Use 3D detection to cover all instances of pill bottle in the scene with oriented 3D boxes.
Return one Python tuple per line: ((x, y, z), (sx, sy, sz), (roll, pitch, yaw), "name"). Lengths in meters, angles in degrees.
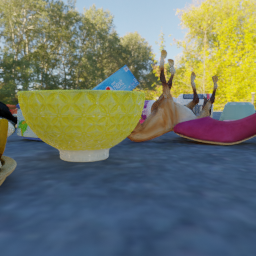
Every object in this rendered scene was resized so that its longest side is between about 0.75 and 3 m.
((3.365, -1.151, 15.281), (2.403, 1.437, 1.437), (2, 5, 14), "pill bottle")
((0.425, -0.726, 12.545), (1.815, 1.019, 1.019), (2, 5, 30), "pill bottle")

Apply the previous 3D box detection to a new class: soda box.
((-0.631, -1.104, 8.972), (0.865, 0.818, 2.549), (-29, 13, 37), "soda box")

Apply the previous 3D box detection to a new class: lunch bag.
((-1.266, -0.229, 6.688), (1.852, 0.950, 2.304), (5, 7, 25), "lunch bag")

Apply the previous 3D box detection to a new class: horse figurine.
((1.210, -0.472, 6.372), (2.896, 1.919, 0.723), (12, -3, -42), "horse figurine")

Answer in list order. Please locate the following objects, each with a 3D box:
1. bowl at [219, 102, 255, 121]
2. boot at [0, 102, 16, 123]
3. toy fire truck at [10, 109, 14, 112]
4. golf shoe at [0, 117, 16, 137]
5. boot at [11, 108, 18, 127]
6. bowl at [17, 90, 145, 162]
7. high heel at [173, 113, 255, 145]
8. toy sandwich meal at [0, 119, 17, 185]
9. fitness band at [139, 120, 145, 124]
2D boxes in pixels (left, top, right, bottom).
((5.518, -0.809, 13.939), (1.866, 0.976, 1.866), (0, 5, 0), "bowl")
((-4.900, -0.542, 9.963), (2.327, 1.051, 2.840), (14, -3, 31), "boot")
((-4.669, -0.588, 13.455), (2.414, 0.588, 1.703), (-1, 5, -12), "toy fire truck")
((-2.902, 0.119, 5.495), (1.425, 0.554, 0.673), (-3, 25, -37), "golf shoe")
((-4.124, -0.380, 10.417), (1.897, 0.712, 1.017), (5, 12, 39), "boot")
((-0.626, -0.041, 3.970), (1.736, 0.934, 1.736), (1, 5, 0), "bowl")
((2.324, -0.372, 5.430), (2.851, 1.371, 0.961), (1, 4, 13), "high heel")
((-2.019, 0.186, 2.406), (2.082, 0.713, 2.082), (0, 4, 0), "toy sandwich meal")
((0.192, -0.170, 10.628), (1.222, 0.229, 0.877), (2, 7, 33), "fitness band")
